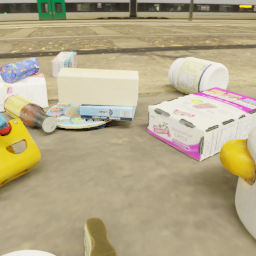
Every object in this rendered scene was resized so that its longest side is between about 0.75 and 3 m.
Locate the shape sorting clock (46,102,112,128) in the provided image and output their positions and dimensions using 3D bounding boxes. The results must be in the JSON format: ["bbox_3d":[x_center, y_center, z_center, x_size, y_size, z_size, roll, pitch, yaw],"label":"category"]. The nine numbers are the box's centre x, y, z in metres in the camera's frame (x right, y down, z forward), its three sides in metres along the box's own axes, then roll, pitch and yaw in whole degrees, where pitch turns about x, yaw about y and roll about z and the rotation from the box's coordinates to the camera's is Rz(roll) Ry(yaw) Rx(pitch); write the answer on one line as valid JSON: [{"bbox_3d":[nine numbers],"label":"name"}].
[{"bbox_3d":[-1.427,-0.595,9.231,2.503,0.491,2.503,1,26,0],"label":"shape sorting clock"}]

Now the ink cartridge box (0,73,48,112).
[{"bbox_3d":[-4.443,-1.297,10.187,2.819,0.952,1.642,-6,26,-17],"label":"ink cartridge box"}]

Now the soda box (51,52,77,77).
[{"bbox_3d":[-3.324,-3.390,14.775,0.872,0.811,2.550,0,26,0],"label":"soda box"}]

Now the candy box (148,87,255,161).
[{"bbox_3d":[2.336,-0.274,8.061,2.987,0.911,2.037,-17,30,-32],"label":"candy box"}]

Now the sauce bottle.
[{"bbox_3d":[-3.018,-0.421,8.630,2.318,0.765,0.765,25,35,38],"label":"sauce bottle"}]

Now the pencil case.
[{"bbox_3d":[-3.824,-2.093,10.059,0.693,0.623,1.596,7,26,17],"label":"pencil case"}]

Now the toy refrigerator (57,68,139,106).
[{"bbox_3d":[-0.840,-1.209,8.150,2.239,0.850,0.783,2,30,-1],"label":"toy refrigerator"}]

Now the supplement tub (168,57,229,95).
[{"bbox_3d":[2.714,-1.965,11.007,1.455,1.455,2.007,-17,30,-31],"label":"supplement tub"}]

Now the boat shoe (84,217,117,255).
[{"bbox_3d":[-0.457,1.907,4.232,0.428,0.370,1.175,5,28,-25],"label":"boat shoe"}]

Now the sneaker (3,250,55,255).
[{"bbox_3d":[-1.673,2.147,3.464,1.674,0.607,0.954,-10,32,-4],"label":"sneaker"}]

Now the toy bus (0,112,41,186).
[{"bbox_3d":[-2.928,0.808,5.418,2.423,1.252,2.286,-34,-3,-1],"label":"toy bus"}]

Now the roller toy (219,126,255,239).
[{"bbox_3d":[3.114,0.861,4.581,2.413,1.848,2.645,-13,28,-25],"label":"roller toy"}]

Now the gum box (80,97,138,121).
[{"bbox_3d":[-0.523,-0.841,8.870,1.560,0.409,1.836,4,28,7],"label":"gum box"}]
